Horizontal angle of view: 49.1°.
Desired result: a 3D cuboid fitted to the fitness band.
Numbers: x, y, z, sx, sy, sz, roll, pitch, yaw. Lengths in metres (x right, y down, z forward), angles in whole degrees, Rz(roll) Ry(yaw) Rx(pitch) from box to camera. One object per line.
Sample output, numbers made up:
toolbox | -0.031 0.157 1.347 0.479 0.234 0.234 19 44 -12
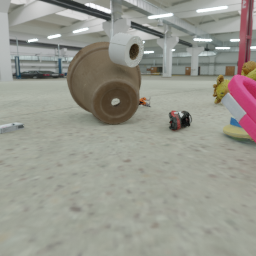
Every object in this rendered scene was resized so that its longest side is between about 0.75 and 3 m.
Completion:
fitness band | 2.867 -0.124 5.354 1.853 0.483 2.580 8 40 -30

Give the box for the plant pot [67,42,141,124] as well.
plant pot | -0.695 -1.445 10.190 2.904 2.904 2.532 -3 29 -13

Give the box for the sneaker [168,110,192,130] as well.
sneaker | 1.682 -0.265 8.993 0.755 0.546 1.546 0 10 11

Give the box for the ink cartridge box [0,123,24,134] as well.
ink cartridge box | -3.837 -0.024 8.770 0.742 0.186 0.855 8 14 29

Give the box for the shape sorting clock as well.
shape sorting clock | 4.164 -0.007 7.642 2.980 0.585 2.980 -7 12 1

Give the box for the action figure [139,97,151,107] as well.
action figure | 0.514 -1.158 13.747 1.187 0.642 1.227 -5 39 8

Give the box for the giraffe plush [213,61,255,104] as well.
giraffe plush | 5.622 -2.099 14.508 2.200 2.341 2.713 -15 13 -9

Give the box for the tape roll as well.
tape roll | -0.051 -2.464 8.852 0.671 0.977 0.977 23 23 34
